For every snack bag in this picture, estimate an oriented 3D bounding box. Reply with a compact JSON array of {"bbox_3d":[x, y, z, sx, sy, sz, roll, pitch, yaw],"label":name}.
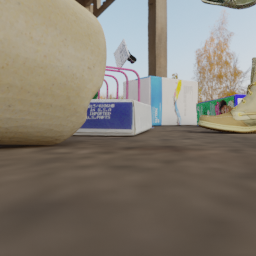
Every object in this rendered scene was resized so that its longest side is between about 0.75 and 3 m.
[{"bbox_3d":[-0.289,-3.051,11.598,0.112,1.045,0.986,4,-33,-32],"label":"snack bag"}]

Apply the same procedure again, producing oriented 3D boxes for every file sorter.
[{"bbox_3d":[-1.110,-0.900,8.834,1.952,1.762,2.809,0,1,-34],"label":"file sorter"}]

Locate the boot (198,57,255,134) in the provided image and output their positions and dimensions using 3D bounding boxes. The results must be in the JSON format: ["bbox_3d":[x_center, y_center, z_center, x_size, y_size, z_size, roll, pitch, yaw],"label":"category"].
[{"bbox_3d":[1.894,-0.509,4.430,1.523,1.184,0.555,0,1,14],"label":"boot"}]

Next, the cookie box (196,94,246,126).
[{"bbox_3d":[3.510,-0.486,8.750,1.945,0.854,2.274,0,-2,-14],"label":"cookie box"}]

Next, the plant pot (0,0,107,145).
[{"bbox_3d":[-1.054,-0.541,1.772,1.704,1.704,1.560,1,-10,45],"label":"plant pot"}]

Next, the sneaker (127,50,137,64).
[{"bbox_3d":[-0.021,-3.335,13.099,0.380,0.867,0.328,-29,21,55],"label":"sneaker"}]

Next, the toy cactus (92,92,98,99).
[{"bbox_3d":[-1.900,-0.978,11.084,2.470,2.993,1.530,43,-8,-32],"label":"toy cactus"}]

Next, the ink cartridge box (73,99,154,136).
[{"bbox_3d":[-0.901,-0.183,4.845,2.509,0.553,2.556,0,3,10],"label":"ink cartridge box"}]

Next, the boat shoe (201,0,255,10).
[{"bbox_3d":[3.361,-4.329,9.371,2.016,0.726,0.625,13,32,29],"label":"boat shoe"}]

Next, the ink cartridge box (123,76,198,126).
[{"bbox_3d":[1.385,-1.058,11.930,2.619,1.912,1.921,-1,2,-34],"label":"ink cartridge box"}]
